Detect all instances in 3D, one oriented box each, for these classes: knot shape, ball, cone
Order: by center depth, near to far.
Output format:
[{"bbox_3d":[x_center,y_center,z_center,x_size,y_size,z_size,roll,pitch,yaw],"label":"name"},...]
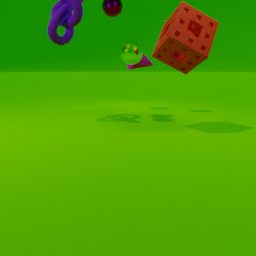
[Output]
[{"bbox_3d":[-1.971,-3.741,8.970,0.872,1.887,1.766,15,43,-22],"label":"knot shape"},{"bbox_3d":[0.115,-2.431,9.080,0.728,0.728,0.728,0,13,0],"label":"ball"},{"bbox_3d":[0.545,-2.371,9.996,0.871,0.868,0.868,14,7,-21],"label":"cone"},{"bbox_3d":[-0.614,-4.792,11.036,0.813,0.813,0.813,0,13,0],"label":"ball"}]

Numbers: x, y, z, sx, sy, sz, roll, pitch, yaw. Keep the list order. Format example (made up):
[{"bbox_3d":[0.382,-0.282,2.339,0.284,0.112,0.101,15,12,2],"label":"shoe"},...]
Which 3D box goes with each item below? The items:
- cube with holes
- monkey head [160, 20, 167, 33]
[{"bbox_3d":[1.567,-2.448,7.804,1.174,1.174,1.174,25,-18,-11],"label":"cube with holes"},{"bbox_3d":[1.624,-3.520,10.842,0.740,1.228,0.884,-38,-2,-13],"label":"monkey head"}]
